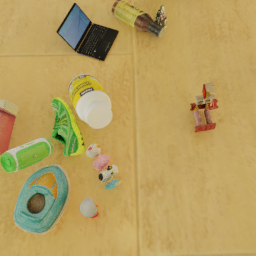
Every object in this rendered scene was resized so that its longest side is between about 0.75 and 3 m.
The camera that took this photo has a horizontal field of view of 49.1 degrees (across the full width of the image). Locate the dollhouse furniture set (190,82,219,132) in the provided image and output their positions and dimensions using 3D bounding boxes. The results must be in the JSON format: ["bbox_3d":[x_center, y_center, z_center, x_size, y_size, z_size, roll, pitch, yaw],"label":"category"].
[{"bbox_3d":[2.657,-0.669,9.847,0.756,1.860,1.001,-10,66,7],"label":"dollhouse furniture set"}]

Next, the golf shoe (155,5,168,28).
[{"bbox_3d":[1.530,-4.997,12.659,0.529,0.464,1.201,17,69,-14],"label":"golf shoe"}]

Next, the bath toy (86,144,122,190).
[{"bbox_3d":[-0.882,1.245,9.691,0.764,0.649,1.756,-32,69,-5],"label":"bath toy"}]

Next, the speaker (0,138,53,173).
[{"bbox_3d":[-3.211,0.845,8.996,0.717,0.717,1.620,40,34,16],"label":"speaker"}]

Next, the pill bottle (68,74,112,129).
[{"bbox_3d":[-1.310,-0.938,9.909,1.229,1.229,2.194,-23,40,-10],"label":"pill bottle"}]

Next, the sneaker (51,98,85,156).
[{"bbox_3d":[-2.376,-0.088,10.174,1.010,0.895,2.416,-21,68,-13],"label":"sneaker"}]

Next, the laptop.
[{"bbox_3d":[-1.637,-4.073,11.859,2.015,1.041,1.786,19,68,8],"label":"laptop"}]

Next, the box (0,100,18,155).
[{"bbox_3d":[-4.824,-0.067,9.836,1.213,1.034,1.898,10,83,4],"label":"box"}]

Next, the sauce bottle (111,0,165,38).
[{"bbox_3d":[0.462,-4.790,12.326,2.518,0.831,0.831,34,70,12],"label":"sauce bottle"}]

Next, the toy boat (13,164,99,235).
[{"bbox_3d":[-2.198,2.303,8.910,2.715,1.262,2.282,12,66,6],"label":"toy boat"}]
